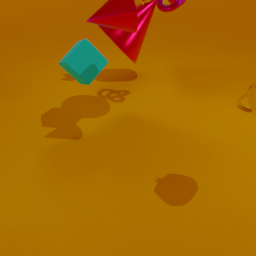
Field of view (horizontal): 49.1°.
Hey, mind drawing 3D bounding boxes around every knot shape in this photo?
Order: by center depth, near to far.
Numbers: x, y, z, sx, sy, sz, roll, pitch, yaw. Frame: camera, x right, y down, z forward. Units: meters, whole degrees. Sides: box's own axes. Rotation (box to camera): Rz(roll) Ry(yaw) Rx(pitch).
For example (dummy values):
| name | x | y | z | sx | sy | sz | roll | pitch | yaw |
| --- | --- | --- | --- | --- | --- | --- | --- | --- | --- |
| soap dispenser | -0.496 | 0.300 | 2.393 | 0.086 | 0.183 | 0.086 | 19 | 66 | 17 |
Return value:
| name | x | y | z | sx | sy | sz | roll | pitch | yaw |
| --- | --- | --- | --- | --- | --- | --- | --- | --- | --- |
| knot shape | 1.280 | -3.862 | 7.997 | 1.105 | 0.546 | 1.181 | -18 | 81 | -25 |

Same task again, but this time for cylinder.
| name | x | y | z | sx | sy | sz | roll | pitch | yaw |
| --- | --- | --- | --- | --- | --- | --- | --- | --- | --- |
| cylinder | 1.050 | -4.725 | 9.577 | 1.303 | 1.303 | 1.303 | -17 | 33 | 13 |

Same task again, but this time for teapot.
| name | x | y | z | sx | sy | sz | roll | pitch | yaw |
| --- | --- | --- | --- | --- | --- | --- | --- | --- | --- |
| teapot | 2.491 | -0.697 | 4.601 | 1.066 | 1.714 | 0.839 | -34 | 86 | -37 |

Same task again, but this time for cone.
| name | x | y | z | sx | sy | sz | roll | pitch | yaw |
| --- | --- | --- | --- | --- | --- | --- | --- | --- | --- |
| cone | -0.419 | -2.386 | 5.946 | 0.980 | 0.976 | 0.976 | -19 | 38 | -10 |
| cone | 0.233 | -3.046 | 7.979 | 1.687 | 1.681 | 1.681 | -43 | 37 | 12 |

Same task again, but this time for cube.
| name | x | y | z | sx | sy | sz | roll | pitch | yaw |
| --- | --- | --- | --- | --- | --- | --- | --- | --- | --- |
| cube | -1.250 | -1.815 | 7.793 | 0.877 | 0.877 | 0.877 | -51 | 26 | -8 |
